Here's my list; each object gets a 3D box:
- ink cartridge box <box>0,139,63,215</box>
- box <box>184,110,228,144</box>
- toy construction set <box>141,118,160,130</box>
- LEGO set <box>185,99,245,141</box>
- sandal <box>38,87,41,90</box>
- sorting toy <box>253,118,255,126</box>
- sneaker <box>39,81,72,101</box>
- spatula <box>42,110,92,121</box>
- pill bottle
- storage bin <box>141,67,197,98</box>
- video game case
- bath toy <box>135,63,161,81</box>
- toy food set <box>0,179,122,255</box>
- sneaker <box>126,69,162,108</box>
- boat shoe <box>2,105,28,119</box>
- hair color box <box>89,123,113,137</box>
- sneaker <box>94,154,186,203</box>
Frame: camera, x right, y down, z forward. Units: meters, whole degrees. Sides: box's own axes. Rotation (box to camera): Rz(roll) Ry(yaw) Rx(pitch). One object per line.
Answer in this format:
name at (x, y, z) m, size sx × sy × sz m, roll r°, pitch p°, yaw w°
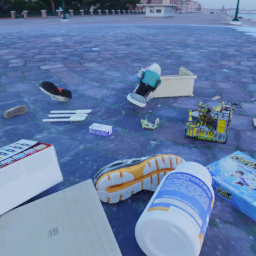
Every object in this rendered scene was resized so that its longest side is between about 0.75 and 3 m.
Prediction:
ink cartridge box at (-3.339, 1.226, 6.923) m, size 2.197 × 1.049 × 2.502 m, roll 4°, pitch 22°, yaw 43°
box at (3.070, -0.093, 10.830) m, size 1.527 × 0.422 × 1.907 m, roll 9°, pitch 27°, yaw 17°
toy construction set at (0.880, -0.162, 11.114) m, size 0.775 × 0.357 × 0.508 m, roll -6°, pitch 24°, yaw 13°
LEGO set at (2.975, -0.532, 9.836) m, size 1.642 × 1.237 × 2.135 m, roll 18°, pitch 32°, yaw 33°
sandal at (-4.496, -2.216, 15.365) m, size 0.898 × 0.256 × 0.357 m, roll 7°, pitch 27°, yaw 14°
sorting toy at (5.419, -0.065, 11.062) m, size 0.880 × 0.175 × 1.190 m, roll 14°, pitch 26°, yaw 17°
sneaker at (-3.499, -1.605, 13.091) m, size 0.823 × 0.619 × 1.760 m, roll -22°, pitch -24°, yaw 35°
spatula at (-2.608, -0.545, 11.943) m, size 1.872 × 0.150 × 1.302 m, roll 0°, pitch 26°, yaw 8°
pill bottle at (1.167, 1.713, 6.159) m, size 1.292 × 1.292 × 2.305 m, roll 12°, pitch 29°, yaw 23°
storage bin at (2.070, -2.514, 15.009) m, size 2.346 × 1.099 × 2.329 m, roll -5°, pitch 26°, yaw -9°
video game case at (3.249, 1.464, 7.619) m, size 1.831 × 0.459 × 2.020 m, roll -16°, pitch 30°, yaw -31°
bath toy at (1.252, -3.130, 15.920) m, size 0.908 × 0.772 × 2.089 m, roll -53°, pitch 18°, yaw -15°
toy food set at (-1.359, 2.365, 5.555) m, size 2.124 × 0.894 × 2.959 m, roll -20°, pitch 29°, yaw -12°
sneaker at (0.803, -1.829, 12.576) m, size 1.053 × 1.520 × 2.518 m, roll 28°, pitch 22°, yaw 3°
boat shoe at (-4.954, -0.770, 12.239) m, size 0.414 × 0.421 × 1.131 m, roll 21°, pitch 32°, yaw 37°
hair color box at (-1.038, 0.073, 10.691) m, size 0.812 × 0.263 × 0.444 m, roll 12°, pitch 29°, yaw 18°
sneaker at (0.334, 1.189, 7.615) m, size 2.703 × 1.058 × 1.044 m, roll -6°, pitch 14°, yaw -20°
